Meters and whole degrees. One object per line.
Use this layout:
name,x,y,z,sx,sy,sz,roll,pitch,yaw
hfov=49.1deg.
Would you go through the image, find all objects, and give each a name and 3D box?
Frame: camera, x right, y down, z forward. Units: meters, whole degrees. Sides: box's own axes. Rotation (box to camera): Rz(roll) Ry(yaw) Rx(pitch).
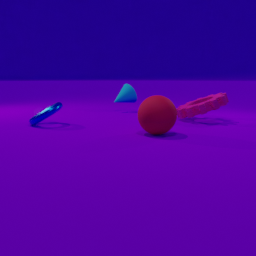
ball,0.723,-0.322,6.946,0.976,0.976,0.976,0,11,0
gear,2.397,-0.733,9.129,1.643,0.304,1.643,-19,8,3
cone,-0.230,-1.219,11.279,0.848,0.845,0.845,-32,25,-26
ring,-2.446,-0.432,8.352,1.113,0.223,1.113,-29,13,8
